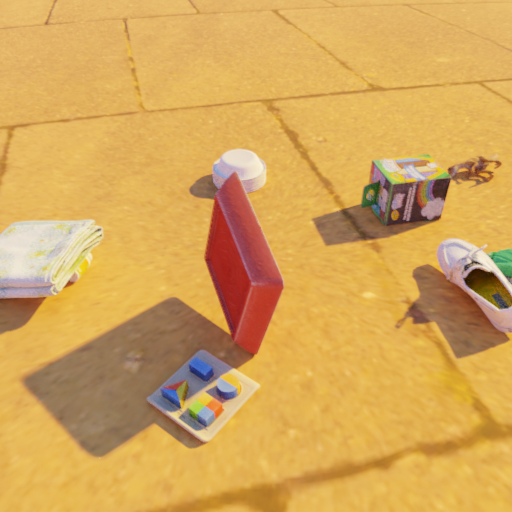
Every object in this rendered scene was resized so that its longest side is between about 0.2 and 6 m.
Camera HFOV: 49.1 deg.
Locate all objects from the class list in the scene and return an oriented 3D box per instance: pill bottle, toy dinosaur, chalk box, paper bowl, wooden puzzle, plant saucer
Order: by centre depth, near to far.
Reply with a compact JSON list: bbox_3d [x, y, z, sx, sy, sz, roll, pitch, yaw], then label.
[{"bbox_3d":[-0.732,1.864,7.822,1.133,0.283,1.223,25,44,30],"label":"wooden puzzle"},{"bbox_3d":[-0.300,0.172,8.184,0.373,2.030,2.026,-10,57,-20],"label":"plant saucer"},{"bbox_3d":[-3.180,0.167,10.004,0.328,0.328,0.590,9,38,12],"label":"pill bottle"},{"bbox_3d":[2.892,-1.333,11.398,1.650,1.030,1.023,-6,38,-10],"label":"chalk box"},{"bbox_3d":[-0.378,-1.940,12.536,1.200,0.624,1.200,1,39,0],"label":"paper bowl"},{"bbox_3d":[5.242,-2.169,12.922,1.740,0.526,0.924,-16,39,-21],"label":"toy dinosaur"}]

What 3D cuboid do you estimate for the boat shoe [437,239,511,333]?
[{"bbox_3d":[3.598,0.279,9.243,0.793,0.915,2.147,-32,42,10],"label":"boat shoe"}]

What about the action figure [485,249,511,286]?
[{"bbox_3d":[4.836,0.387,9.467,1.403,0.650,2.375,-32,40,-33],"label":"action figure"}]

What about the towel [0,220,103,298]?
[{"bbox_3d":[-3.933,0.015,9.769,2.111,0.508,1.807,-3,34,19],"label":"towel"}]
